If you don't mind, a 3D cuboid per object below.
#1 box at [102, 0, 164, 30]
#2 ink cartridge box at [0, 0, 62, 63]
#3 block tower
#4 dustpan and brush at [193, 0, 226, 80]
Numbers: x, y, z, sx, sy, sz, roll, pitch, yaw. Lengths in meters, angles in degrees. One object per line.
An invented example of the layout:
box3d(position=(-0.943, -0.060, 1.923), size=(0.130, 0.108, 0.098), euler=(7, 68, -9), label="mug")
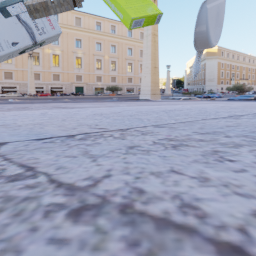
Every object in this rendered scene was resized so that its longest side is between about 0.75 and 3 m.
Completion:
box3d(position=(-0.011, -2.589, 5.696), size=(0.831, 1.363, 0.325), euler=(-23, -24, -30), label="box")
box3d(position=(-3.234, -2.995, 8.080), size=(2.138, 1.560, 0.899), euler=(-30, 11, -21), label="ink cartridge box")
box3d(position=(-1.036, -1.760, 3.985), size=(0.831, 0.225, 0.240), euler=(-15, 39, -2), label="block tower")
box3d(position=(2.576, -2.972, 9.407), size=(0.831, 2.905, 2.027), euler=(12, 34, 31), label="dustpan and brush")
